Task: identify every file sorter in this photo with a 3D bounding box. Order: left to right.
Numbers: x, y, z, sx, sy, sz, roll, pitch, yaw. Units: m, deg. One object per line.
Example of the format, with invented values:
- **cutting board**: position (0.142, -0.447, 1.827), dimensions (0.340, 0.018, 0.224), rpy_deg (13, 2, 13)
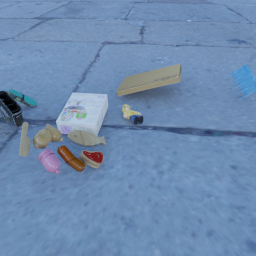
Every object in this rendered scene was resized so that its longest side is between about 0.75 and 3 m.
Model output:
- **file sorter**: position (4.159, -1.643, 10.233), dimensions (0.628, 1.023, 0.710), rpy_deg (-31, 0, -29)

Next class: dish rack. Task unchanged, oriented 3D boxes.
- **dish rack**: position (-4.493, -0.199, 8.499), dimensions (2.325, 0.634, 1.783), rpy_deg (-28, 42, -27)

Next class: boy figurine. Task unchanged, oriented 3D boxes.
- **boy figurine**: position (0.133, -0.459, 9.306), dimensions (0.638, 0.331, 1.026), rpy_deg (-8, 32, -26)

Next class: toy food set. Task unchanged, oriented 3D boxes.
- **toy food set**: position (-1.575, 0.590, 7.089), dimensions (2.274, 0.358, 1.446), rpy_deg (15, 40, -28)

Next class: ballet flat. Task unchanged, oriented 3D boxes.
- **ballet flat**: position (-3.758, -1.009, 9.888), dimensions (1.081, 0.401, 0.401), rpy_deg (34, 17, -33)

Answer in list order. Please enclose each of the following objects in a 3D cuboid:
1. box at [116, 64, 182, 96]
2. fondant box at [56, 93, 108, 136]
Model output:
- **box**: position (0.861, -1.875, 10.710), dimensions (2.347, 0.250, 1.919), rpy_deg (-11, 23, 17)
- **fondant box**: position (-1.403, -0.479, 8.954), dimensions (1.217, 0.491, 1.687), rpy_deg (4, 38, 8)
